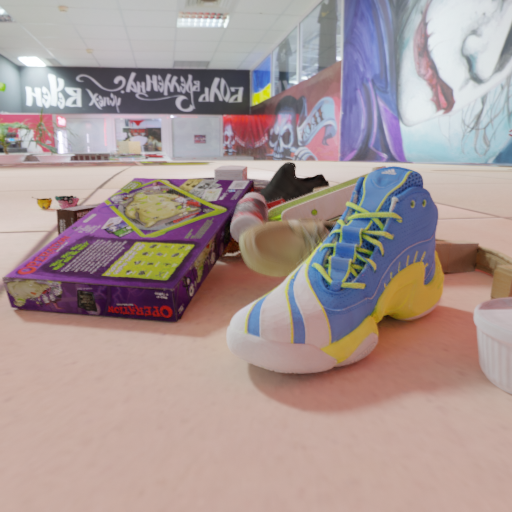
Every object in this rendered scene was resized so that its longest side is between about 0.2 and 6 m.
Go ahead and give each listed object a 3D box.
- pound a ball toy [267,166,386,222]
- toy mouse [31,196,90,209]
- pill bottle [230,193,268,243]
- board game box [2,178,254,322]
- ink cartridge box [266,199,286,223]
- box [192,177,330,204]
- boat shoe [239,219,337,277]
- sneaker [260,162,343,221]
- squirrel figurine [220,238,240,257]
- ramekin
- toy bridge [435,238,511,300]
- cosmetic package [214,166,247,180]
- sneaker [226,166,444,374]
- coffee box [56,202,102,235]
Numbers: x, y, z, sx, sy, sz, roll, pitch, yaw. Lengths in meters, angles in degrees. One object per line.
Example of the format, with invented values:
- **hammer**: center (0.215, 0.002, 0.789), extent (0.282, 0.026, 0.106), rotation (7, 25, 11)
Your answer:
- **pound a ball toy**: center (1.573, -0.713, 9.869), extent (2.677, 1.137, 1.745), rotation (-20, 10, -11)
- **toy mouse**: center (-5.759, -1.595, 16.900), extent (1.546, 0.337, 1.740), rotation (-9, 15, -34)
- **pill bottle**: center (-0.082, -0.575, 8.249), extent (0.492, 0.492, 0.889), rotation (1, 33, 6)
- **board game box**: center (-1.578, -0.320, 8.382), extent (2.319, 0.624, 3.863), rotation (7, 28, 12)
- **ink cartridge box**: center (0.397, -0.665, 10.787), extent (0.838, 0.213, 0.952), rotation (-13, -39, 36)
- **box**: center (-0.618, -1.307, 13.934), extent (3.296, 1.006, 4.161), rotation (-11, 17, -43)
- **boat shoe**: center (0.726, -0.182, 7.478), extent (2.101, 0.758, 0.682), rotation (0, -20, -38)
- **sneaker**: center (1.263, -1.019, 11.115), extent (2.303, 1.045, 0.875), rotation (30, 3, -18)
- **squirrel figurine**: center (-0.201, -0.348, 10.090), extent (1.279, 0.970, 1.370), rotation (9, 7, -18)
- **ramekin**: center (2.613, 0.831, 4.983), extent (1.328, 0.618, 1.328), rotation (0, 13, 0)
- **toy bridge**: center (3.027, 0.022, 8.994), extent (1.275, 0.516, 3.792), rotation (-2, 12, -23)
- **cosmetic package**: center (-0.550, -1.762, 12.525), extent (0.647, 0.471, 1.273), rotation (1, 11, 2)
- **sneaker**: center (0.971, -0.028, 6.062), extent (1.325, 1.838, 3.500), rotation (10, 15, 37)
- **coffee box**: center (-3.523, -0.698, 11.799), extent (0.513, 0.736, 1.288), rotation (6, 13, 27)
